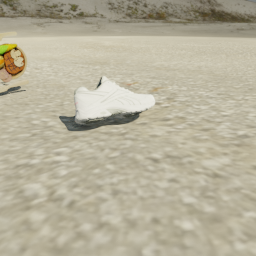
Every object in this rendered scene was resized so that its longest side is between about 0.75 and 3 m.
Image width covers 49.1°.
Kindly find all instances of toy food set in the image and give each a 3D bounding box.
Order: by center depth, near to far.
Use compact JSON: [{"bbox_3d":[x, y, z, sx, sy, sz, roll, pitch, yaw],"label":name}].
[{"bbox_3d":[-4.601,-2.509,10.781,1.502,2.175,0.437,-24,34,-30],"label":"toy food set"}]

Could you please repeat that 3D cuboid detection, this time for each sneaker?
[{"bbox_3d":[-0.343,-0.895,7.939,2.532,1.258,0.986,-10,-5,-30],"label":"sneaker"}]
